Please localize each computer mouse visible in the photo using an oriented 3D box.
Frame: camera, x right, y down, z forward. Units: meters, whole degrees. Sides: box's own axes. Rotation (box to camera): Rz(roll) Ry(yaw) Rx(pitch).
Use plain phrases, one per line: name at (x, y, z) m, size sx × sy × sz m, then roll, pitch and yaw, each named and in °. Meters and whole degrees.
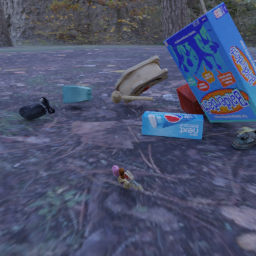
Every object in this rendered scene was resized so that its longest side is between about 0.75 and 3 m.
computer mouse at (-2.926, -0.522, 8.804) m, size 1.084 × 0.751 × 0.286 m, roll -16°, pitch 49°, yaw 8°

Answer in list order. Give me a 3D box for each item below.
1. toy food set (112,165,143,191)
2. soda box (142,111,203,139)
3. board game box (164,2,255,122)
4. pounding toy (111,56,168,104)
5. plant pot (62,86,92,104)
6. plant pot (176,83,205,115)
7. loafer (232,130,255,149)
toy food set at (-0.075, 0.878, 4.925) m, size 0.132 × 0.534 × 0.840 m, roll -38°, pitch 8°, yaw -19°
soda box at (1.214, -0.090, 7.702) m, size 1.628 × 0.552 × 0.522 m, roll 4°, pitch 20°, yaw 11°
board game box at (2.361, -1.501, 7.520) m, size 0.653 × 2.901 × 2.206 m, roll -36°, pitch 10°, yaw -15°
pounding toy at (0.479, -1.389, 10.247) m, size 2.525 × 1.448 × 1.444 m, roll -30°, pitch -11°, yaw -17°
plant pot at (-1.794, -1.206, 10.115) m, size 0.906 × 0.640 × 0.640 m, roll 3°, pitch 9°, yaw 23°
plant pot at (2.304, -0.945, 9.339) m, size 0.963 × 0.962 × 0.849 m, roll -26°, pitch 39°, yaw 0°
loafer at (3.111, 0.194, 6.984) m, size 1.235 × 0.388 × 0.444 m, roll -11°, pitch 39°, yaw -25°
